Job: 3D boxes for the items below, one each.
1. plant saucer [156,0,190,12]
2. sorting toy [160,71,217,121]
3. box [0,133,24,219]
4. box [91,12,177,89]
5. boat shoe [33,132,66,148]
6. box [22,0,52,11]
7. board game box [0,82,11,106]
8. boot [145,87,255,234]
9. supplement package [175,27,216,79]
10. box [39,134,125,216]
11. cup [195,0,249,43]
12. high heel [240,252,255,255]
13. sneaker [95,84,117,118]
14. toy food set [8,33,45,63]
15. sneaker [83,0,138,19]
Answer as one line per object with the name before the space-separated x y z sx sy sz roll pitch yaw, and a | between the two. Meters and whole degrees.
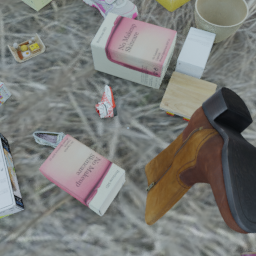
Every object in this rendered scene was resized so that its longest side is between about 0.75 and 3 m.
plant saucer | 1.686 -5.293 10.670 1.499 0.363 1.499 -37 70 -15
sorting toy | 1.810 -0.870 8.527 1.385 0.482 1.376 20 66 9
box | -3.690 1.325 7.403 1.270 0.655 2.178 -21 66 -10
box | 0.191 -2.426 8.826 2.285 1.245 1.461 19 66 9
boat shoe | -2.130 0.313 8.035 1.152 0.369 0.425 10 65 5
box | -3.098 -6.026 9.727 1.295 2.679 2.357 38 71 16
board game box | -4.282 -0.869 8.430 0.641 0.653 1.245 30 68 14
boot | 0.875 0.883 4.381 0.864 2.524 2.376 21 42 -21
supplement package | 2.137 -2.326 9.000 0.853 0.856 1.459 20 67 9
box | -1.125 1.219 7.254 1.845 1.005 1.179 30 68 13
cup | 2.967 -3.571 9.395 1.678 1.200 1.678 0 64 0
high heel | 3.725 3.398 6.422 2.133 0.719 1.025 -7 60 11
sneaker | -0.731 -0.823 8.566 0.597 0.372 1.114 -12 68 -8
toy food set | -3.430 -2.748 9.494 1.070 0.323 0.768 -30 68 -13
sneaker | -0.742 -4.696 9.953 2.577 1.137 1.048 37 70 16
